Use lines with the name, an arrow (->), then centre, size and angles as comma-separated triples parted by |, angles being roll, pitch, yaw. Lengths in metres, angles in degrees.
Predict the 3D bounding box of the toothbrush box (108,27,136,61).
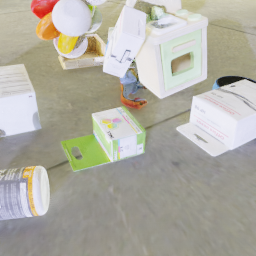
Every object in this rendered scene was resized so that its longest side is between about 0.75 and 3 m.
toothbrush box -> 0.425, -4.133, 13.709 | 2.747, 1.182, 2.000 | -2, 34, 0

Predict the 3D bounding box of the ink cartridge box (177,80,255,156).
ink cartridge box -> 3.116, -0.419, 8.403 | 2.946, 0.983, 1.706 | -20, 39, -26

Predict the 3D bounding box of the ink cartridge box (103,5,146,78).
ink cartridge box -> -0.099, -1.983, 6.511 | 0.549, 1.301, 0.950 | 15, 55, -17

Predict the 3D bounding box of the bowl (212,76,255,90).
bowl -> 4.125, -1.509, 10.582 | 1.769, 0.347, 1.769 | 0, 34, 0

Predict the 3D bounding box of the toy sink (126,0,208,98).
toy sink -> 1.167, -2.407, 7.836 | 1.666, 2.556, 1.432 | -24, 40, -14

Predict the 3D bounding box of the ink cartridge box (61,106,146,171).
ink cartridge box -> -0.723, 0.246, 7.624 | 2.001, 0.758, 1.479 | -14, 36, -21

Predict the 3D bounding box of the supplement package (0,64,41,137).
supplement package -> -3.681, -0.953, 8.868 | 1.282, 1.332, 2.341 | -13, 36, -21

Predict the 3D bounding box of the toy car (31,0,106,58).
toy car -> -1.926, -3.787, 8.936 | 2.043, 2.384, 2.725 | 28, 74, -6

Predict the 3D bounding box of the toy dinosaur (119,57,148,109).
toy dinosaur -> 0.183, -1.608, 10.504 | 1.529, 2.912, 2.643 | 29, 59, -14

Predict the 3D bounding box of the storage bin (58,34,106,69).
storage bin -> -2.192, -3.560, 13.066 | 2.036, 0.954, 2.021 | -11, 35, -16

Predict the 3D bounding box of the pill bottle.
pill bottle -> -2.581, 1.368, 5.746 | 1.757, 1.022, 1.022 | -5, 35, -7
